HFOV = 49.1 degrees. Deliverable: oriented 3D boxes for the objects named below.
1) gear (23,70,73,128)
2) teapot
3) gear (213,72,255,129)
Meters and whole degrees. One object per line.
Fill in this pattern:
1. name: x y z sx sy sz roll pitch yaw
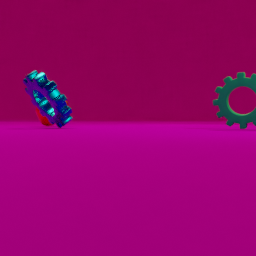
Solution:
1. gear: -2.160 -0.749 7.536 0.299 1.615 1.615 -42 25 -28
2. teapot: -2.710 -0.679 9.819 0.936 1.188 1.911 43 -11 1
3. gear: 2.449 -0.584 5.998 1.179 1.179 0.218 1 9 30
